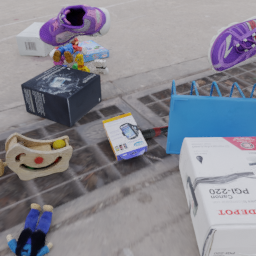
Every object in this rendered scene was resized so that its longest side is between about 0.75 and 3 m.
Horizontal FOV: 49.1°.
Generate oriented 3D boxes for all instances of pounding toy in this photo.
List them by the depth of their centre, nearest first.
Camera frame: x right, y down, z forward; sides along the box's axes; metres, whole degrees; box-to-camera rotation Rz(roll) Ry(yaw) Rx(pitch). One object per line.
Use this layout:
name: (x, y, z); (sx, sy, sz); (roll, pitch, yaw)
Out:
pounding toy: (-2.457, 0.521, 7.050); (1.957, 1.119, 1.122); (-12, 37, -17)

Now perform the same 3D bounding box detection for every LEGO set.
LEGO set: (-2.120, -2.657, 11.572); (2.508, 1.029, 0.956); (5, 37, 7)

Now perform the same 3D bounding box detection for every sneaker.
sneaker: (2.633, -1.903, 5.770); (2.154, 0.868, 0.898); (-33, 23, 0)
sneaker: (-1.949, -3.374, 9.034); (2.674, 1.075, 1.182); (-4, 3, 27)

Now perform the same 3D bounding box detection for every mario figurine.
mario figurine: (-2.618, -3.329, 12.405); (1.268, 1.089, 2.055); (36, 31, -19)

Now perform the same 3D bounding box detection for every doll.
doll: (-1.904, 2.142, 5.460); (0.912, 0.324, 1.337); (8, 42, -3)

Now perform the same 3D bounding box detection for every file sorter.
file sorter: (2.362, -0.333, 7.785); (2.492, 1.730, 1.529); (3, 32, 4)

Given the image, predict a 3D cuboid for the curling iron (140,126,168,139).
curling iron: (0.732, 0.022, 8.341); (2.461, 0.315, 0.610); (-20, 67, -10)

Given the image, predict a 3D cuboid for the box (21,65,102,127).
box: (-2.162, -1.167, 9.431); (1.890, 1.109, 1.858); (18, 39, 21)

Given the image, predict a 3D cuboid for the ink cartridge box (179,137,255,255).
ink cartridge box: (2.232, 1.342, 5.940); (1.857, 1.081, 2.549); (-1, 37, -1)

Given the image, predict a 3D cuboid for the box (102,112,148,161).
box: (-0.077, 0.272, 7.833); (0.893, 0.311, 1.499); (-17, 53, -10)

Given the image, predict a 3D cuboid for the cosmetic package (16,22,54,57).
cosmetic package: (-4.485, -4.582, 14.301); (1.414, 1.016, 2.505); (5, 35, 6)

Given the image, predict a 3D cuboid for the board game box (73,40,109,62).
board game box: (-2.014, -3.807, 13.755); (1.464, 0.354, 1.935); (-20, 40, -25)
